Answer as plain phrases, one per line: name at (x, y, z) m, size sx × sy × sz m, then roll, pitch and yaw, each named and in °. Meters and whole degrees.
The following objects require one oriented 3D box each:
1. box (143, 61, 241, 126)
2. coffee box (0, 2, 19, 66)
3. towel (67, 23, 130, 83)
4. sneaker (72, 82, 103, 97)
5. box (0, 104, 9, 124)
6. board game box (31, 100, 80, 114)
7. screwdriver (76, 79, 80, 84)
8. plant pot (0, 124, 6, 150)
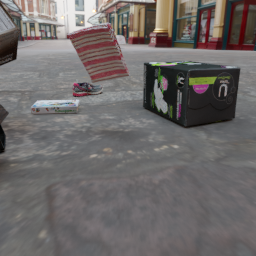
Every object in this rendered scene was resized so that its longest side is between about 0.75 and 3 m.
box at (1.843, -1.212, 8.758) m, size 1.876 × 1.570 × 2.526 m, roll -8°, pitch 20°, yaw -23°
coffee box at (-3.901, -1.884, 6.548) m, size 2.406 × 0.959 × 1.376 m, roll -36°, pitch -2°, yaw -33°
towel at (-0.670, -1.711, 6.661) m, size 1.065 × 1.455 × 0.218 m, roll -7°, pitch 43°, yaw 20°
sneaker at (-1.651, -1.666, 11.740) m, size 1.446 × 0.540 × 0.583 m, roll -17°, pitch 25°, yaw -41°
box at (-3.512, 0.056, 5.185) m, size 2.196 × 0.531 × 1.739 m, roll 14°, pitch 63°, yaw 33°
board game box at (-2.390, -0.717, 9.368) m, size 1.461 × 0.253 × 0.922 m, roll -1°, pitch 19°, yaw -4°
screwdriver at (-2.361, -2.053, 13.326) m, size 0.357 × 0.372 × 2.559 m, roll -4°, pitch 16°, yaw -13°
plant pot at (-3.316, 0.048, 6.159) m, size 0.857 × 0.966 × 0.964 m, roll -21°, pitch 25°, yaw -15°
